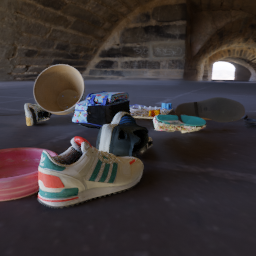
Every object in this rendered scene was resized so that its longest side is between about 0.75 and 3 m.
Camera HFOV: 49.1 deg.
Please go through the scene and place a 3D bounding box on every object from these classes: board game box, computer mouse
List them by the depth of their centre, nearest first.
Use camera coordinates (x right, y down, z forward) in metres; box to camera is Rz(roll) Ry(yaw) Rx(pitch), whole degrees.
[{"bbox_3d":[5.201,-0.293,10.514,1.630,0.534,2.322,6,20,32],"label":"computer mouse"},{"bbox_3d":[0.485,-0.931,13.621,2.921,0.378,2.920,4,13,19],"label":"board game box"}]

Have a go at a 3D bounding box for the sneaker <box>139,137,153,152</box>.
[{"bbox_3d":[0.487,0.386,7.533,0.412,0.380,1.030,2,13,1],"label":"sneaker"}]

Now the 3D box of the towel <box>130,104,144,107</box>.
[{"bbox_3d":[0.503,-1.245,15.755,0.561,0.092,0.775,-11,17,-39],"label":"towel"}]

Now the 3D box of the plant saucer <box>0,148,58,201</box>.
[{"bbox_3d":[-2.219,0.834,5.193,1.895,0.480,1.895,-1,11,0],"label":"plant saucer"}]

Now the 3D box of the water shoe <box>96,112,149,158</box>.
[{"bbox_3d":[0.009,0.255,7.114,1.054,0.955,2.672,13,16,8],"label":"water shoe"}]

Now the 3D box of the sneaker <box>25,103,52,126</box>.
[{"bbox_3d":[-3.533,-0.621,11.133,0.959,0.827,2.188,-2,13,-13],"label":"sneaker"}]

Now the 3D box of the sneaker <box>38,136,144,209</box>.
[{"bbox_3d":[-0.548,0.621,4.926,2.139,1.000,0.753,-10,15,-37],"label":"sneaker"}]

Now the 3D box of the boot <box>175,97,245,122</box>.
[{"bbox_3d":[3.351,-0.735,11.606,2.723,1.002,1.027,0,1,12],"label":"boot"}]

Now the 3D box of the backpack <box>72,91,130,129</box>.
[{"bbox_3d":[-1.061,-0.672,10.309,1.919,1.291,1.752,6,14,31],"label":"backpack"}]

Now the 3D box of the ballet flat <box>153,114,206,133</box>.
[{"bbox_3d":[1.674,-0.117,9.289,1.757,0.562,0.665,6,41,-4],"label":"ballet flat"}]

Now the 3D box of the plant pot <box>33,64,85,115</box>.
[{"bbox_3d":[-2.576,-1.349,11.280,1.987,1.987,1.334,1,-15,6],"label":"plant pot"}]
